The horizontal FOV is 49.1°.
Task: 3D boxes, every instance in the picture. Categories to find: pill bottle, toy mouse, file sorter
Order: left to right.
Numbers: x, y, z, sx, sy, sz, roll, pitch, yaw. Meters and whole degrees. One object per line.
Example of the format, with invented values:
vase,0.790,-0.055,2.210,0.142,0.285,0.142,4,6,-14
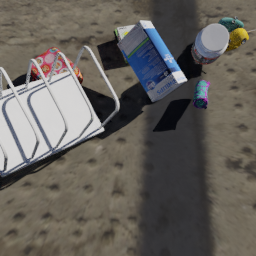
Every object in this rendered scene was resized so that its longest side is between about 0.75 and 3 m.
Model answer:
file sorter,-1.941,-0.486,6.502,2.798,1.742,1.942,-25,82,-29
pill bottle,2.352,-2.395,8.078,0.890,1.537,0.890,0,92,7
toy mouse,2.953,-3.065,9.082,2.144,0.415,1.905,-32,39,7

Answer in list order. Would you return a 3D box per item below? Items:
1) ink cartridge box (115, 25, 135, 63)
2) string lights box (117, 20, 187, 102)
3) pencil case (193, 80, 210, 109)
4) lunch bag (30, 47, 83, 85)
ink cartridge box,0.135,-2.996,9.389,0.866,0.494,1.667,-12,60,-7
string lights box,0.627,-1.793,7.587,0.566,0.987,1.921,-25,83,-50
pencil case,2.067,-0.944,7.852,0.439,0.404,0.950,-24,31,34
lunch bag,-2.232,-1.582,8.398,1.312,0.610,1.489,-41,71,-9
